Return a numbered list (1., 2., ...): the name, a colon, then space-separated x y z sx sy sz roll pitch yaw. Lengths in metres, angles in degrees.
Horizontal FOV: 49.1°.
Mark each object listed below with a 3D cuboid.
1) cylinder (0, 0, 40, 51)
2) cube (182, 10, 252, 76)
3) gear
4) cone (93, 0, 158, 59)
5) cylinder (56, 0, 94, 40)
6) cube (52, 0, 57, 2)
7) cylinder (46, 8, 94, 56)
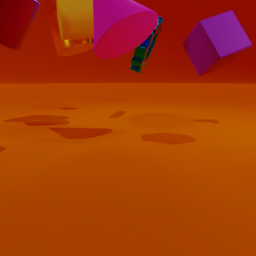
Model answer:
1. cylinder: -1.973 -1.815 4.463 0.851 0.851 0.851 28 9 -5
2. cube: 1.817 -1.738 5.837 0.850 0.850 0.850 -24 -8 -17
3. gear: 0.678 -3.010 10.137 0.386 2.089 2.089 25 13 4
4. cone: -0.428 -2.752 6.450 1.639 1.645 1.639 -29 -8 -5
5. cylinder: -1.383 -3.028 7.800 1.050 1.050 1.050 -9 12 -14
6. cube: -2.072 -4.097 7.921 0.778 0.778 0.778 20 5 8
7. cylinder: -1.838 -3.102 9.005 1.251 1.251 1.251 -17 6 2
